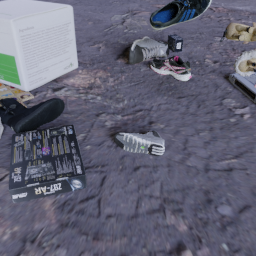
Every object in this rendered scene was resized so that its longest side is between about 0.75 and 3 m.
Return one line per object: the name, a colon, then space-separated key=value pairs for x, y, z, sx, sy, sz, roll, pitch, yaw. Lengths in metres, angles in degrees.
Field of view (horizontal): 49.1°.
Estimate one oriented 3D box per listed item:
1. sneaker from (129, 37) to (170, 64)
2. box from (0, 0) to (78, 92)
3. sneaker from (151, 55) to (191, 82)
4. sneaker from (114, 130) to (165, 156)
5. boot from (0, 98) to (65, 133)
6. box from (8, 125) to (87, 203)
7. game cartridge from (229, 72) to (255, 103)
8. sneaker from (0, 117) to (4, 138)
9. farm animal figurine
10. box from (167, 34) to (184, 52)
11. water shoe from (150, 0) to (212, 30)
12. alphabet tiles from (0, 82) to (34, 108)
sneaker: x=1.053 y=-3.410 z=12.321 sx=1.457 sy=0.946 sz=2.522 roll=15 pitch=37 yaw=16
box: x=-3.989 y=-3.297 z=10.646 sx=2.943 sy=2.533 sz=2.957 roll=18 pitch=36 yaw=25
sneaker: x=1.767 y=-2.553 z=11.201 sx=1.863 sy=0.804 sz=0.748 roll=25 pitch=41 yaw=31
sneaker: x=0.344 y=0.301 z=7.540 sx=1.360 sy=0.510 sz=0.786 roll=17 pitch=33 yaw=6
boot: x=-3.068 y=-0.598 z=8.521 sx=1.519 sy=0.690 sz=1.807 roll=29 pitch=51 yaw=27
box: x=-1.979 y=0.759 z=6.852 sx=1.643 sy=0.446 sz=2.051 roll=-10 pitch=37 yaw=-14
game cartridge: x=4.797 y=-1.475 z=10.057 sx=1.428 sy=0.445 sz=2.145 roll=-4 pitch=35 yaw=-13
sneaker: x=-4.400 y=0.132 z=7.337 sx=1.616 sy=0.850 sz=2.237 roll=15 pitch=43 yaw=22
farm animal figurine: x=3.123 y=-2.131 z=6.206 sx=1.799 sy=2.228 sz=1.120 roll=33 pitch=15 yaw=-23
box: x=2.279 y=-4.099 z=13.533 sx=0.439 sy=0.609 sz=0.820 roll=-12 pitch=38 yaw=-17
water shoe: x=1.779 y=-3.854 z=9.160 sx=2.207 sy=0.789 sz=0.871 roll=-26 pitch=9 yaw=7
alphabet tiles: x=-4.780 y=-0.877 z=9.458 sx=2.794 sy=0.088 sz=2.325 roll=-25 pitch=43 yaw=-31
